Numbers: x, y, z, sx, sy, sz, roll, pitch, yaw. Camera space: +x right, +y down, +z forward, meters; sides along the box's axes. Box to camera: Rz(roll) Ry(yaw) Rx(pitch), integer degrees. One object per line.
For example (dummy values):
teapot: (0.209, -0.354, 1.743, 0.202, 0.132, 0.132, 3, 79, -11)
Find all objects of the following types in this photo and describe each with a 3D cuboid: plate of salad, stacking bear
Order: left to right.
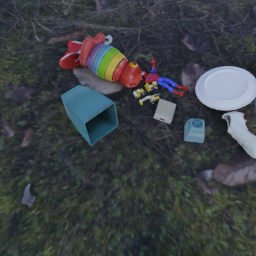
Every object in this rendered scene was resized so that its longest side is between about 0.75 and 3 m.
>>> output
stacking bear: (-0.627, -2.812, 12.543, 2.764, 1.572, 1.679, 33, 35, 8)
plate of salad: (4.235, -1.692, 12.129, 2.552, 0.613, 2.552, -9, 53, 12)

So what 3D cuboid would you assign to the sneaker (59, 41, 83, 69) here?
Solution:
sneaker: (-2.758, -3.582, 13.598, 1.145, 0.776, 1.981, 31, 49, 28)

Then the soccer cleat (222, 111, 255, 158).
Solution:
soccer cleat: (4.399, 0.265, 10.949, 0.872, 0.779, 2.249, -6, 49, -6)

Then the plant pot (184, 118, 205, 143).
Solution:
plant pot: (2.661, 0.029, 11.070, 0.767, 0.783, 0.769, 6, 56, 5)

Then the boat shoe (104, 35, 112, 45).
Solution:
boat shoe: (-1.091, -4.466, 14.331, 0.338, 0.294, 0.917, 23, 60, 15)

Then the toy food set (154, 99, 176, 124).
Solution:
toy food set: (1.565, -0.726, 11.898, 0.752, 0.317, 1.048, 20, 59, -1)

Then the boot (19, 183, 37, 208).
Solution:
boot: (-3.340, 2.284, 9.560, 0.499, 0.265, 0.758, 21, 89, 0)

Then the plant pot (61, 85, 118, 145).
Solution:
plant pot: (-1.656, -0.704, 11.204, 1.453, 1.454, 2.057, -37, 59, -22)

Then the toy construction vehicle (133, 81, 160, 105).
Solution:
toy construction vehicle: (0.897, -1.565, 12.337, 1.193, 0.420, 1.039, -19, 59, -12)

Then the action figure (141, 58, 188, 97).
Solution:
action figure: (1.541, -2.269, 12.457, 2.217, 1.097, 0.724, 23, 59, 17)
